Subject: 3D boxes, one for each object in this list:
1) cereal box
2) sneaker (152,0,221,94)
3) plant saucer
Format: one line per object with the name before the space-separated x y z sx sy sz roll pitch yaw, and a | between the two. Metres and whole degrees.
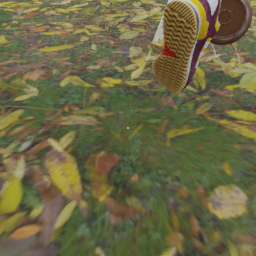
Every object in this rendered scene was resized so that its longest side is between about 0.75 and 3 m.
cereal box | 1.415 -3.734 9.681 0.394 1.993 1.434 24 15 6
sneaker | 1.327 -1.777 5.979 1.233 2.736 1.025 -40 75 -17
plant saucer | 2.782 -3.169 8.046 1.503 1.503 0.259 10 13 13
